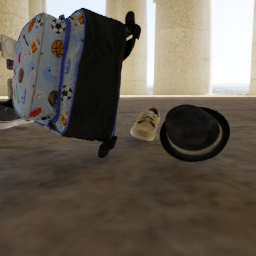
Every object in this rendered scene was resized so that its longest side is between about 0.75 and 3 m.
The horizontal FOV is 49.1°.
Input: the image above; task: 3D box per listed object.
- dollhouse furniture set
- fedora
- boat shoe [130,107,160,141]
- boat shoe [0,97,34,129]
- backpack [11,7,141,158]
[{"bbox_3d":[-2.819,-1.267,7.712,2.011,2.538,1.801,0,5,7],"label":"dollhouse furniture set"},{"bbox_3d":[0.945,-0.018,4.252,1.107,1.107,0.506,5,-28,32],"label":"fedora"},{"bbox_3d":[0.445,-0.154,6.576,0.585,0.549,1.587,17,19,5],"label":"boat shoe"},{"bbox_3d":[-2.784,-0.526,7.051,0.703,0.666,2.012,27,16,8],"label":"boat shoe"},{"bbox_3d":[-1.120,-0.891,5.091,1.839,2.387,2.274,13,-1,-27],"label":"backpack"}]
